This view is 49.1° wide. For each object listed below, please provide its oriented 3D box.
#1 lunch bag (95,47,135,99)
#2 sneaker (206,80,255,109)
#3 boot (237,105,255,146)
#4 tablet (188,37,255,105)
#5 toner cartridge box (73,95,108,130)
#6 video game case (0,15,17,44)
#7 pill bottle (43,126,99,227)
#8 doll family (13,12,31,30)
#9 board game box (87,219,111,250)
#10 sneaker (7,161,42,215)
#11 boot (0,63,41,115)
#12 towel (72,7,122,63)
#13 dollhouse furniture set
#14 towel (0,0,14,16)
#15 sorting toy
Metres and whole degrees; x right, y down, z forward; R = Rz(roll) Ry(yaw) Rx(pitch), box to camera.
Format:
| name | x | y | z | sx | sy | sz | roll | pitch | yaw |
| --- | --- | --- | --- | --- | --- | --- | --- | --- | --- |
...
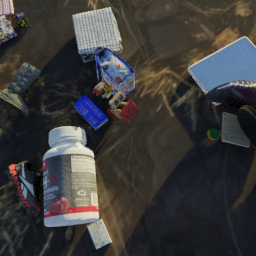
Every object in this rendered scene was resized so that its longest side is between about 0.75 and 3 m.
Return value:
| name | x | y | z | sx | sy | sz | roll | pitch | yaw |
| --- | --- | --- | --- | --- | --- | --- | --- | --- | --- |
| lunch bag | -0.606 | -2.028 | 10.304 | 1.025 | 1.407 | 1.656 | -38 | 76 | -13 |
| sneaker | 4.229 | -0.809 | 9.963 | 2.752 | 1.041 | 1.590 | -7 | 75 | -11 |
| boot | 5.272 | -0.153 | 9.574 | 2.173 | 1.094 | 2.906 | -44 | 97 | -13 |
| tablet | 4.060 | -2.302 | 11.029 | 2.958 | 0.202 | 1.925 | -30 | 73 | -10 |
| toner cartridge box | -1.385 | -0.574 | 10.365 | 0.605 | 0.275 | 1.275 | -41 | 75 | -12 |
| video game case | -5.350 | -4.048 | 11.667 | 1.034 | 0.204 | 1.141 | -33 | 73 | -11 |
| pill bottle | -1.845 | 1.518 | 8.886 | 1.629 | 1.629 | 2.943 | -7 | 70 | -2 |
| doll family | -4.483 | -4.494 | 11.786 | 0.489 | 0.332 | 0.846 | -32 | 68 | -7 |
| board game box | -0.928 | 3.408 | 8.995 | 0.521 | 0.133 | 0.776 | -24 | 72 | -8 |
| sneaker | -3.221 | 1.892 | 9.255 | 0.924 | 0.669 | 1.891 | -30 | 71 | -8 |
| boot | -3.889 | -1.505 | 10.598 | 1.578 | 0.630 | 1.736 | 34 | 67 | 9 |
| towel | -1.227 | -3.688 | 11.203 | 1.718 | 0.888 | 2.075 | -12 | 69 | -6 |
| dollhouse furniture set | -0.479 | -1.005 | 9.562 | 0.694 | 1.705 | 0.918 | -50 | 34 | -18 |
| towel | -5.529 | -5.154 | 12.108 | 1.115 | 0.167 | 0.816 | -11 | 70 | -6 |
| sorting toy | 3.851 | 0.114 | 9.992 | 2.225 | 0.376 | 1.073 | 13 | 71 | -10 |
